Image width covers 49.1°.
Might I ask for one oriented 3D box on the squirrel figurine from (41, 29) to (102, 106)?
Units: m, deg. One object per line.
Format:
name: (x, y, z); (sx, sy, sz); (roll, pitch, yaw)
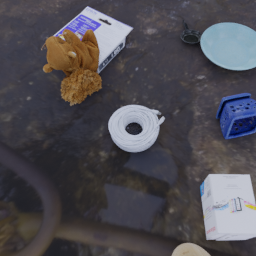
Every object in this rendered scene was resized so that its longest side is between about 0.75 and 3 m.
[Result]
squirrel figurine: (-2.003, -2.302, 10.439); (1.927, 2.541, 2.723); (-20, 99, 10)

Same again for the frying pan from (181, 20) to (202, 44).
frying pan: (2.750, -4.410, 13.113); (0.998, 0.268, 1.649); (-30, 57, -18)

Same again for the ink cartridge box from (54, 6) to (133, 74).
ink cartridge box: (-1.612, -4.073, 12.715); (2.728, 0.598, 2.754); (32, 67, 17)

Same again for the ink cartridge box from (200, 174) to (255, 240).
ink cartridge box: (3.098, 2.479, 8.687); (1.283, 1.305, 1.773); (1, 62, 0)

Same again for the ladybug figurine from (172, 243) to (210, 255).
ladybug figurine: (1.947, 4.382, 7.947); (1.427, 0.756, 2.103); (-16, 62, -9)

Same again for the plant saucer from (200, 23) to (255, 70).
plant saucer: (4.599, -3.508, 12.447); (2.852, 0.549, 2.852); (0, 62, -1)

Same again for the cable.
cable: (0.228, -0.018, 10.463); (1.862, 0.645, 1.862); (25, 65, 14)

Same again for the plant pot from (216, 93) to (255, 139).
plant pot: (4.077, -0.498, 10.394); (1.315, 1.315, 1.182); (-13, 55, -7)
